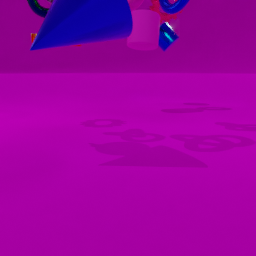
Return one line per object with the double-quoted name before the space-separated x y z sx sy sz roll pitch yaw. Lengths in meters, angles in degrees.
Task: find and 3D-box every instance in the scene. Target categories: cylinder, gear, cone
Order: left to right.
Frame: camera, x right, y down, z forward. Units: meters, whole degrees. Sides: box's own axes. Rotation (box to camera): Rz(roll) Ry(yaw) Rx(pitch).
"gear" -1.979 -2.452 7.802 1.342 0.248 1.342 4 17 -1
"cone" -0.955 -1.659 4.447 1.478 1.472 1.472 -41 26 -14
"cylinder" 0.556 -3.489 10.079 1.129 1.129 1.129 4 2 0
"cylinder" 1.590 -3.898 12.033 0.885 0.885 0.885 -42 1 1
"gear" 1.438 -4.527 10.354 1.270 1.270 0.235 -3 50 -15

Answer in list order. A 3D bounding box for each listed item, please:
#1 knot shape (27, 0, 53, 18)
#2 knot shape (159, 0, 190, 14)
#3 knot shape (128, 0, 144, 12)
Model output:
"knot shape" -1.426 -2.844 6.052 1.457 0.673 1.363 22 -18 -26
"knot shape" 1.428 -3.544 6.828 1.557 1.664 0.769 25 62 12
"knot shape" 0.161 -3.071 5.459 1.597 0.789 1.707 -19 -11 -8
